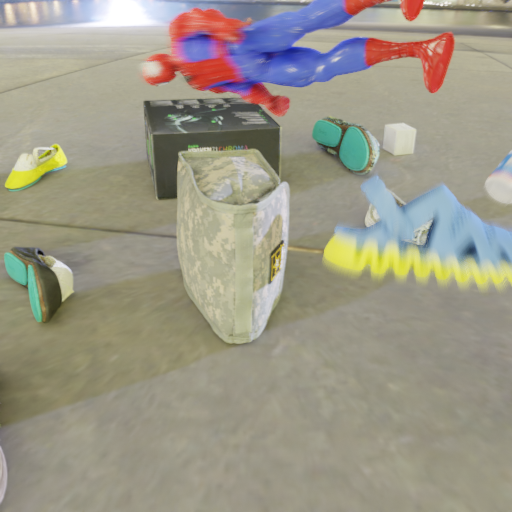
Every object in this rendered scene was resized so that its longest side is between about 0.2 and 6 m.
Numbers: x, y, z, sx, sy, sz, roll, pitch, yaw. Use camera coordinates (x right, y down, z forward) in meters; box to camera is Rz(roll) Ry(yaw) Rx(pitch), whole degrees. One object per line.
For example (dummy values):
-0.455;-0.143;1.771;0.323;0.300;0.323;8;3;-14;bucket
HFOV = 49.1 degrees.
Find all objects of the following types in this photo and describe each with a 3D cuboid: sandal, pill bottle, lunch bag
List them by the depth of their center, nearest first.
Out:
1.552;-0.220;4.786;1.864;0.811;0.741;6;8;4;sandal
-0.299;-0.207;7.495;1.379;1.924;2.346;-4;28;-14;lunch bag
3.913;-1.276;8.380;0.534;0.534;0.951;28;65;41;pill bottle

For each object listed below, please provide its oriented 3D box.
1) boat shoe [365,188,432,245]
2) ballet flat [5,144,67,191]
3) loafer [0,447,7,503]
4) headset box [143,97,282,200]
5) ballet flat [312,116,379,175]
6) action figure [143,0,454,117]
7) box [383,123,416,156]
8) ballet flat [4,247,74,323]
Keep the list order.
2.527;-0.489;9.352;0.799;0.695;2.169;-8;29;-15;boat shoe
-4.871;-2.008;12.306;0.614;0.616;1.837;8;29;18;ballet flat
-2.959;1.548;5.346;0.957;0.849;2.518;-12;30;-22;loafer
-1.030;-2.440;12.261;2.642;1.407;3.034;-6;29;-13;headset box
2.335;-2.639;13.210;1.074;1.074;2.892;-9;32;-16;ballet flat
0.053;-1.790;4.981;3.109;1.017;0.804;11;65;40;action figure
3.571;-2.917;14.004;0.546;0.634;0.637;-8;29;-15;box
-3.017;0.294;7.956;0.676;0.672;1.975;-11;29;-33;ballet flat
